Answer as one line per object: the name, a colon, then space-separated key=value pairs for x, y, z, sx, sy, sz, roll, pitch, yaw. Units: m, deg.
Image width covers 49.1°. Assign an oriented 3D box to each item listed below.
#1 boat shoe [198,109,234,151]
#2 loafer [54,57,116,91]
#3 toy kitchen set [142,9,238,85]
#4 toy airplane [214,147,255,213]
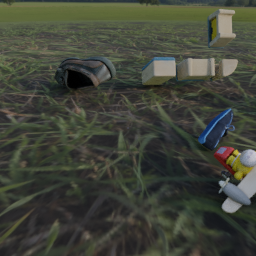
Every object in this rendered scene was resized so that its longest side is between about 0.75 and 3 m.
boat shoe: x=2.031 y=0.051 z=6.327 sx=1.256 sy=0.431 sz=0.529 roll=-42 pitch=1 yaw=-25
loafer: x=-1.716 y=-1.729 z=9.313 sx=2.982 sy=1.071 sz=0.938 roll=2 pitch=43 yaw=46
toy kitchen set: x=2.085 y=-2.862 z=10.052 sx=2.972 sy=2.381 sz=1.751 roll=-2 pitch=-1 yaw=-11
toy airplane: x=2.015 y=0.694 z=4.433 sx=1.225 sy=0.868 sz=1.231 roll=-12 pitch=47 yaw=22
